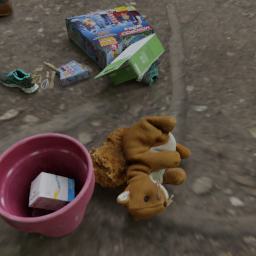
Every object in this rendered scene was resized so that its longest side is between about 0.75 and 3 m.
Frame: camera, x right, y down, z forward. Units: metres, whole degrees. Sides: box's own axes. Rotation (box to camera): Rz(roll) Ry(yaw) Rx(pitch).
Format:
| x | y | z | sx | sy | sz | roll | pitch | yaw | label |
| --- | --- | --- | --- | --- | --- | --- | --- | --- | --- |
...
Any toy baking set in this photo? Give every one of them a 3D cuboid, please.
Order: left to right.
| x | y | z | sx | sy | sz | roll | pitch | yaw | label |
| --- | --- | --- | --- | --- | --- | --- | --- | --- | --- |
| -2.566 | -1.619 | 8.757 | 1.089 | 0.127 | 0.836 | 27 | 80 | 27 | toy baking set |

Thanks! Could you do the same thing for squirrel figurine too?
| x | y | z | sx | sy | sz | roll | pitch | yaw | label |
| --- | --- | --- | --- | --- | --- | --- | --- | --- | --- |
| 0.177 | 1.023 | 6.740 | 2.370 | 1.677 | 2.212 | 5 | 59 | 23 | squirrel figurine |

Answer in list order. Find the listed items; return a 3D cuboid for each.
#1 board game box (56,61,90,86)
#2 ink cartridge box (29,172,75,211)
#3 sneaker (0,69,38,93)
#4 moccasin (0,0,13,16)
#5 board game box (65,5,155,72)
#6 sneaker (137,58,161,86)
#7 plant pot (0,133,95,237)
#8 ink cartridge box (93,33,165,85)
| x | y | z | sx | sy | sz | roll | pitch | yaw | label |
| --- | --- | --- | --- | --- | --- | --- | --- | --- | --- |
| -2.063 | -1.933 | 9.832 | 1.030 | 0.318 | 1.031 | -35 | 58 | -27 | board game box |
| -1.699 | 1.444 | 6.279 | 0.815 | 0.600 | 0.590 | 21 | 45 | -32 | ink cartridge box |
| -3.729 | -1.720 | 9.405 | 1.517 | 0.692 | 0.589 | 17 | 51 | 15 | sneaker |
| -6.534 | -5.244 | 12.307 | 2.758 | 1.064 | 1.009 | -16 | 65 | -18 | moccasin |
| -0.603 | -3.436 | 10.741 | 2.884 | 0.890 | 2.882 | -17 | 53 | -14 | board game box |
| 0.851 | -1.933 | 9.813 | 0.604 | 0.514 | 1.325 | 35 | 60 | 7 | sneaker |
| -1.659 | 1.401 | 6.012 | 1.992 | 1.783 | 1.992 | 0 | 50 | 0 | plant pot |
| 0.074 | -2.143 | 9.369 | 1.237 | 0.706 | 2.382 | -8 | 33 | 48 | ink cartridge box |
